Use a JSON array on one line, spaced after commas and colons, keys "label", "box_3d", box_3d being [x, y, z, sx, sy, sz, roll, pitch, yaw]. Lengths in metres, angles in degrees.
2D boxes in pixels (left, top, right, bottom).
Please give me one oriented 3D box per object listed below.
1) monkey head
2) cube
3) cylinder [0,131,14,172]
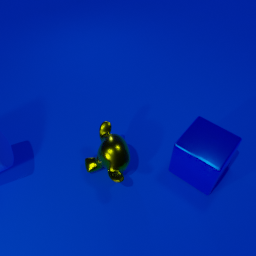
[{"label": "monkey head", "box_3d": [-0.574, 0.756, 7.442, 1.251, 1.048, 1.739, -13, 64, -5]}, {"label": "cube", "box_3d": [1.978, 0.715, 7.359, 1.256, 1.256, 1.256, 32, 56, 23]}, {"label": "cylinder", "box_3d": [-3.767, 0.699, 7.018, 1.242, 1.242, 1.242, -26, 53, -1]}]
